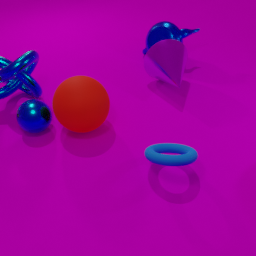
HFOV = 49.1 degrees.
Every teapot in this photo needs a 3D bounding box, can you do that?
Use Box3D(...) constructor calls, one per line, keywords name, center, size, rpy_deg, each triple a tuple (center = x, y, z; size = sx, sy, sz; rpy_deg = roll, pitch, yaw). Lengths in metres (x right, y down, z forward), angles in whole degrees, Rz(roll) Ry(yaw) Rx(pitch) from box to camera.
Box3D(name="teapot", center=(1.325, -2.867, 9.278), size=(2.071, 1.288, 1.014), rpy_deg=(-16, 3, 35))

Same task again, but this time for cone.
Box3D(name="cone", center=(1.249, -1.555, 7.902), size=(1.354, 1.354, 1.360), rpy_deg=(-7, 46, -7))

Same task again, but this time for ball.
Box3D(name="ball", center=(-2.309, -0.291, 6.919), size=(0.844, 0.844, 0.844), rpy_deg=(0, 44, 0))
Box3D(name="ball", center=(-1.128, -0.577, 6.806), size=(1.378, 1.378, 1.378), rpy_deg=(0, 44, 0))

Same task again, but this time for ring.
Box3D(name="ring", center=(0.896, 0.544, 5.875), size=(1.106, 0.221, 1.106), rpy_deg=(0, 12, 0))

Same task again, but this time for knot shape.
Box3D(name="knot shape", center=(-3.023, -1.308, 7.476), size=(1.884, 1.763, 0.871), rpy_deg=(-18, 71, 8))
